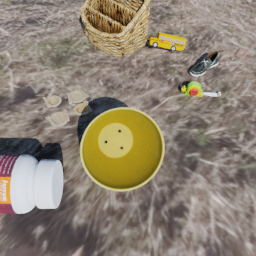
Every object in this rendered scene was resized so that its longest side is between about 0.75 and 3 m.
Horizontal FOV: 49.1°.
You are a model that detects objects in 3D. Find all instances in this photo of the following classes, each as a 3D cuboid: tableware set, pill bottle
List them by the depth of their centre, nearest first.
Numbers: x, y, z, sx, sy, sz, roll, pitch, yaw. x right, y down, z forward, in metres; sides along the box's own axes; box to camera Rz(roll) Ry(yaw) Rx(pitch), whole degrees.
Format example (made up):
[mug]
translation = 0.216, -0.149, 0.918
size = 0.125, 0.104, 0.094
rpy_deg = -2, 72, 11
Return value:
[pill bottle]
translation = -2.850, 1.284, 6.488
size = 2.459, 1.347, 1.347
rpy_deg = 0, 50, 0
[tableware set]
translation = -1.905, -0.693, 8.884
size = 1.569, 0.182, 1.310
rpy_deg = -21, 53, -16

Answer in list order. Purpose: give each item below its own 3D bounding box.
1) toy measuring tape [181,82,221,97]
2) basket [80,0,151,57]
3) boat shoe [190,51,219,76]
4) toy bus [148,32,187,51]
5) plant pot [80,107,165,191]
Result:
[toy measuring tape]
translation = 2.416, -1.273, 9.190
size = 1.327, 0.488, 0.488
rpy_deg = 4, 50, 4
[basket]
translation = -0.635, -4.190, 10.653
size = 1.854, 1.935, 2.598
rpy_deg = -34, 59, -25
[boat shoe]
translation = 2.745, -2.318, 10.058
size = 1.400, 0.473, 0.503
rpy_deg = -34, 59, -23
[toy bus]
translation = 1.480, -3.264, 10.601
size = 1.340, 0.524, 0.436
rpy_deg = 10, 26, -9
[plant pot]
translation = -0.218, 0.424, 7.017
size = 1.945, 1.945, 1.381
rpy_deg = -11, 8, -9
